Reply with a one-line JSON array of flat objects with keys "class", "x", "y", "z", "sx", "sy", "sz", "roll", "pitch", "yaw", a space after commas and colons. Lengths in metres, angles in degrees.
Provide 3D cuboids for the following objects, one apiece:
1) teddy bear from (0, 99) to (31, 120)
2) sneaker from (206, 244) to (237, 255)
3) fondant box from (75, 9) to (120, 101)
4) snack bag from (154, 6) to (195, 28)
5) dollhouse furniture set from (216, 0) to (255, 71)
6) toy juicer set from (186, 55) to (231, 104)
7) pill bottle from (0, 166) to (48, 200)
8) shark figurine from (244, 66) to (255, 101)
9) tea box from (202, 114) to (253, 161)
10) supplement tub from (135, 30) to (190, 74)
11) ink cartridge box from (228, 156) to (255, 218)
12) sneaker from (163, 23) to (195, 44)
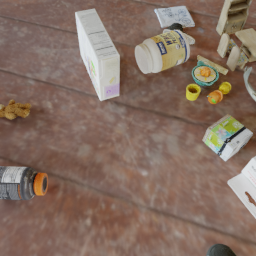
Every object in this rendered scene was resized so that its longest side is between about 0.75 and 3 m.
[{"class": "teddy bear", "x": -3.949, "y": -0.635, "z": 9.593, "sx": 1.240, "sy": 0.414, "sz": 0.899, "roll": 10, "pitch": 54, "yaw": 7}, {"class": "sneaker", "x": 2.473, "y": 3.795, "z": 5.769, "sx": 1.055, "sy": 1.623, "sz": 2.811, "roll": -7, "pitch": 61, "yaw": -5}, {"class": "fondant box", "x": -1.083, "y": -2.612, "z": 9.996, "sx": 0.780, "sy": 1.931, "sz": 2.677, "roll": -16, "pitch": 58, "yaw": -13}, {"class": "snack bag", "x": 2.083, "y": -4.998, "z": 12.679, "sx": 1.562, "sy": 0.167, "sz": 1.472, "roll": -8, "pitch": 56, "yaw": -6}, {"class": "dollhouse furniture set", "x": 4.743, "y": -3.897, "z": 10.988, "sx": 2.270, "sy": 1.721, "sz": 2.590, "roll": -15, "pitch": 57, "yaw": -10}, {"class": "toy juicer set", "x": 3.093, "y": -1.888, "z": 10.292, "sx": 1.511, "sy": 0.646, "sz": 2.375, "roll": 17, "pitch": 57, "yaw": 11}, {"class": "pill bottle", "x": -3.156, "y": 1.540, "z": 7.816, "sx": 1.730, "sy": 0.919, "sz": 0.919, "roll": 2, "pitch": 56, "yaw": 1}, {"class": "shark figurine", "x": 5.114, "y": -1.019, "z": 9.640, "sx": 2.851, "sy": 1.703, "sz": 1.190, "roll": 29, "pitch": 32, "yaw": 32}, {"class": "tea box", "x": 3.091, "y": 0.282, "z": 8.756, "sx": 1.023, "sy": 0.684, "sz": 1.007, "roll": -31, "pitch": 60, "yaw": -26}, {"class": "supplement tub", "x": 1.279, "y": -2.844, "z": 10.562, "sx": 1.774, "sy": 1.281, "sz": 1.281, "roll": -23, "pitch": 59, "yaw": -14}, {"class": "ink cartridge box", "x": 4.537, "y": 1.338, "z": 7.919, "sx": 2.877, "sy": 0.976, "sz": 1.669, "roll": -25, "pitch": 60, "yaw": -16}, {"class": "sneaker", "x": 2.270, "y": -4.031, "z": 11.809, "sx": 1.438, "sy": 0.509, "sz": 0.713, "roll": 27, "pitch": 65, "yaw": 22}]
